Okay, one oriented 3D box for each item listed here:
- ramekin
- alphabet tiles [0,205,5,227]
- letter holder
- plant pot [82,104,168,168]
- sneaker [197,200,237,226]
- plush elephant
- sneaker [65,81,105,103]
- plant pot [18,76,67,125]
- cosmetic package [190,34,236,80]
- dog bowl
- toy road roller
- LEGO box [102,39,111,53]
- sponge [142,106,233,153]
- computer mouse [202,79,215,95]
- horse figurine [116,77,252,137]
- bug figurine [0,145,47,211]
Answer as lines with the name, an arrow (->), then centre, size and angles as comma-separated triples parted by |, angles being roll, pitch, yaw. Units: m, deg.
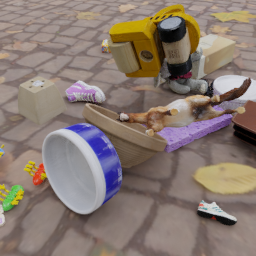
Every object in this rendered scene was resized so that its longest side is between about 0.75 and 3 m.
ramekin -> 3.522, -1.040, 9.122 | 1.596, 0.743, 1.596 | 0, 38, 0
alphabet tiles -> -3.135, 1.964, 5.784 | 1.091, 0.080, 1.067 | -15, 40, -19
letter holder -> 3.717, 0.188, 7.423 | 1.813, 0.912, 1.289 | 27, 47, 30
plant pot -> -0.220, 0.282, 6.842 | 2.177, 1.005, 2.177 | 25, 7, -3
sneaker -> 1.885, 1.747, 5.890 | 0.812, 0.286, 0.380 | 12, 45, 20
plush elephant -> 1.577, -2.042, 9.629 | 2.023, 1.666, 1.566 | -1, -3, 28
sneaker -> -1.492, -1.039, 9.369 | 1.533, 0.555, 0.874 | 24, 49, 38
plant pot -> -2.769, -0.946, 8.794 | 1.135, 1.006, 1.136 | 26, 45, 30
cosmetic package -> 3.097, -2.954, 11.449 | 2.596, 0.923, 1.366 | -31, 48, -34
dog bowl -> -0.988, 0.821, 5.822 | 1.779, 1.779, 0.701 | 29, 35, 32
toy road roller -> 0.869, -2.701, 8.516 | 2.598, 1.596, 1.896 | 2, 50, 25
LEGO box -> -0.868, -3.819, 13.055 | 0.632, 0.327, 0.848 | 1, 38, 1
sponge -> 1.755, -0.190, 8.344 | 2.433, 0.363, 1.357 | -20, 41, -24
computer mouse -> 3.396, -1.523, 10.119 | 1.398, 0.368, 0.968 | -12, 40, 4
horse figurine -> 1.186, -0.349, 5.900 | 2.731, 0.682, 1.810 | -16, 5, -6
bug figurine -> -2.786, 1.124, 6.537 | 1.942, 0.500, 1.506 | 15, 46, 13
